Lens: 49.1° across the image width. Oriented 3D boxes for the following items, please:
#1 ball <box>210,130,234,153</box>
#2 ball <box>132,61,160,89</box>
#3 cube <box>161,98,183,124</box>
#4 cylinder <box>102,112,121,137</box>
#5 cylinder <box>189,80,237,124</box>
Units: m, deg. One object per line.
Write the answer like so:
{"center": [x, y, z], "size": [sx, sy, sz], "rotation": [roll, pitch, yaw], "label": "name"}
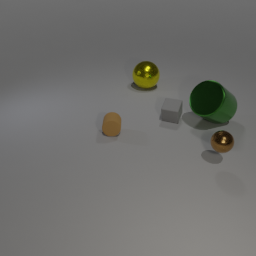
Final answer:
{"center": [2.895, 0.422, 8.599], "size": [0.700, 0.700, 0.700], "rotation": [0, 31, 0], "label": "ball"}
{"center": [0.915, -2.691, 14.223], "size": [1.400, 1.400, 1.400], "rotation": [0, 31, 0], "label": "ball"}
{"center": [1.791, -0.710, 11.388], "size": [0.700, 0.700, 0.700], "rotation": [12, 52, 20], "label": "cube"}
{"center": [-0.609, -0.145, 10.602], "size": [0.700, 0.700, 0.700], "rotation": [0, 30, 0], "label": "cylinder"}
{"center": [3.303, -0.971, 10.829], "size": [1.400, 1.400, 1.400], "rotation": [30, 8, 40], "label": "cylinder"}
